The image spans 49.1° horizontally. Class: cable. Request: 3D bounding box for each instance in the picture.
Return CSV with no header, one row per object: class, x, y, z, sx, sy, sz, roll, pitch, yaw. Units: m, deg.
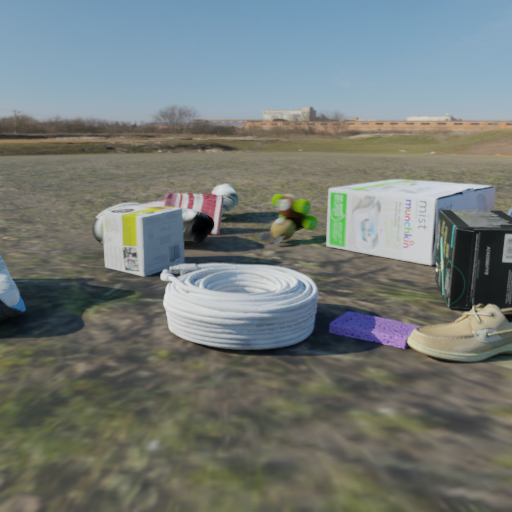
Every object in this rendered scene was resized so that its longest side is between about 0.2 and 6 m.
cable,-0.193,0.625,7.234,1.986,0.688,1.986,-2,14,-14

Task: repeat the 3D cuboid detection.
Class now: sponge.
sponge,1.505,0.929,7.092,1.013,0.151,0.565,9,16,33

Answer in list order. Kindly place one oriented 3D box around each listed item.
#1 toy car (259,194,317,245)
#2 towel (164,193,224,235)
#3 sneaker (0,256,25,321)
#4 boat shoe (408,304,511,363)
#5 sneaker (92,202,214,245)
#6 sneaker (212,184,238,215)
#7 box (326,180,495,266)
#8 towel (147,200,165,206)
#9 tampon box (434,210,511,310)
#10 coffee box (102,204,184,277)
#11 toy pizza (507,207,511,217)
toy car,0.592,-0.715,12.420,0.939,0.902,1.143,20,58,46
towel,-1.568,-1.023,13.590,1.488,1.072,0.169,3,-20,10
sneaker,-4.218,0.082,8.053,1.201,1.388,3.203,-8,17,-36
boat shoe,2.656,0.832,6.524,1.825,0.593,0.658,-2,13,-7
sneaker,-2.034,-0.696,11.790,2.554,0.964,1.470,-7,5,-35
sneaker,-0.822,-1.585,15.648,0.785,0.745,1.950,-19,19,18
box,3.334,-0.870,11.991,2.485,1.362,2.816,12,18,41
towel,-2.415,-1.241,15.898,1.766,0.361,2.413,13,20,39
tampon box,3.381,0.017,8.533,1.039,1.234,1.646,2,14,10
coffee box,-2.069,-0.328,10.304,1.060,1.072,1.070,10,17,34
toy pizza,5.926,-0.459,10.705,2.198,0.348,2.198,-8,46,9
